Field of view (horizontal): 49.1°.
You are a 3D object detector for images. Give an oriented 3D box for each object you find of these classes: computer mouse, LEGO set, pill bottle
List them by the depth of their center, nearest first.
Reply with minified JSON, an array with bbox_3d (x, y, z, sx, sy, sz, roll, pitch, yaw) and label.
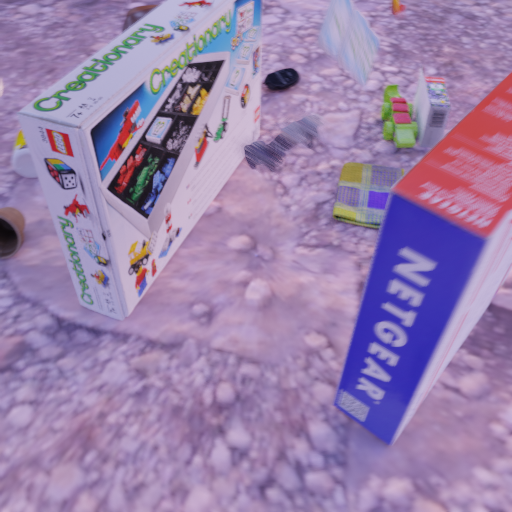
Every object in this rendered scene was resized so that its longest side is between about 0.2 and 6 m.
[{"bbox_3d":[1.774,-3.806,7.929,0.581,2.367,1.768,22,7,30],"label":"LEGO set"},{"bbox_3d":[-3.986,-1.932,10.008,0.602,0.602,1.103,-8,46,-8],"label":"pill bottle"},{"bbox_3d":[0.143,-3.577,11.927,1.754,0.298,0.514,-21,60,-12],"label":"computer mouse"}]

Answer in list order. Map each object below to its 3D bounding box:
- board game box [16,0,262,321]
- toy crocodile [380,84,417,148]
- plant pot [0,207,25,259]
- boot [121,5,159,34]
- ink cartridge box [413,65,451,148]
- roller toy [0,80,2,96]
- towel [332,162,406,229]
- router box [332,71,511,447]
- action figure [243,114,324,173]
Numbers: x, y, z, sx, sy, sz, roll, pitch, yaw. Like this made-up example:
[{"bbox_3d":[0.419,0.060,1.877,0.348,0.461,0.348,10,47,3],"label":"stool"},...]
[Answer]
[{"bbox_3d":[-1.173,-1.861,8.180,0.847,3.088,4.892,17,47,15],"label":"board game box"},{"bbox_3d":[2.751,-2.673,10.783,0.599,0.548,1.775,3,46,3],"label":"toy crocodile"},{"bbox_3d":[-3.831,-0.427,8.516,0.763,0.763,0.665,1,27,1],"label":"plant pot"},{"bbox_3d":[-1.321,-4.199,11.107,3.112,1.072,3.339,-13,42,6],"label":"boot"},{"bbox_3d":[3.354,-2.900,10.766,0.409,0.886,1.625,5,46,5],"label":"ink cartridge box"},{"bbox_3d":[-1.707,-1.048,3.108,0.391,0.510,0.559,-18,67,-3],"label":"roller toy"},{"bbox_3d":[1.919,-1.057,9.443,1.137,0.180,1.584,11,46,10],"label":"towel"},{"bbox_3d":[2.235,-0.016,6.086,0.842,3.448,3.095,32,53,25],"label":"router box"},{"bbox_3d":[0.405,-1.469,7.268,0.829,1.273,0.442,-17,88,-36],"label":"action figure"}]
